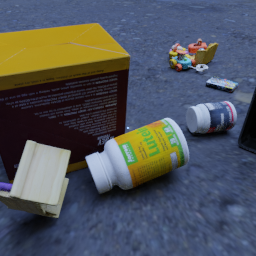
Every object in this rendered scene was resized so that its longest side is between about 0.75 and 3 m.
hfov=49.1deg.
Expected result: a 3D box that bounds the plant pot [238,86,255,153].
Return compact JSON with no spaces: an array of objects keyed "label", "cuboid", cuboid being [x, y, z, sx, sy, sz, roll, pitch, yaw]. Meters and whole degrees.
[{"label":"plant pot","cuboid":[4.675,-0.503,7.111,2.507,2.501,2.224,24,31,32]}]

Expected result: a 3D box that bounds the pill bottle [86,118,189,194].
[{"label":"pill bottle","cuboid":[0.178,0.652,6.189,2.073,1.151,1.151,-21,38,-10]}]

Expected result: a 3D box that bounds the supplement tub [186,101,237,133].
[{"label":"supplement tub","cuboid":[2.371,-0.296,8.006,1.202,0.844,0.844,-7,34,-12]}]

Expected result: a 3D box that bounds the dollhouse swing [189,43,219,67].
[{"label":"dollhouse swing","cuboid":[3.179,-3.388,12.578,1.082,1.119,1.231,35,46,25]}]

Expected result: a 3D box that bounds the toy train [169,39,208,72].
[{"label":"toy train","cuboid":[2.791,-3.386,12.518,1.967,0.728,2.619,1,37,12]}]

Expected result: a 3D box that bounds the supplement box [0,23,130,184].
[{"label":"supplement box","cuboid":[-1.655,-0.555,6.446,2.795,2.834,1.881,-14,43,-20]}]

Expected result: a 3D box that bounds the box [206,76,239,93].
[{"label":"box","cuboid":[3.577,-1.656,10.627,1.032,0.194,0.705,23,40,30]}]

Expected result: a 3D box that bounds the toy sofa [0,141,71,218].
[{"label":"toy sofa","cuboid":[-1.544,0.933,4.709,0.979,2.006,0.831,14,65,-6]}]
